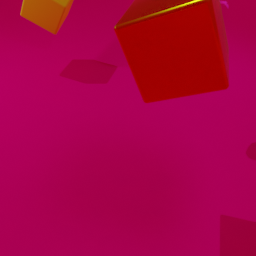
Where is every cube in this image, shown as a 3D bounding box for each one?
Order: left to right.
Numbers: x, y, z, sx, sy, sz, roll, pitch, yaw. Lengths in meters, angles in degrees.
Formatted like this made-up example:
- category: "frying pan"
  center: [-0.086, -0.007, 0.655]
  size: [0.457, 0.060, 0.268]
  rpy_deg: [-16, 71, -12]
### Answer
- category: "cube"
  center: [-2.395, -3.869, 8.538]
  size: [1.174, 1.174, 1.174]
  rpy_deg: [26, 54, -16]
- category: "cube"
  center: [0.576, -1.020, 3.242]
  size: [0.985, 0.985, 0.985]
  rpy_deg: [-8, 37, 25]

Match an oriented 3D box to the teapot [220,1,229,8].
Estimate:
- category: "teapot"
  center: [1.550, -2.591, 4.916]
  size: [0.675, 1.085, 0.531]
  rpy_deg: [-13, 6, -40]
